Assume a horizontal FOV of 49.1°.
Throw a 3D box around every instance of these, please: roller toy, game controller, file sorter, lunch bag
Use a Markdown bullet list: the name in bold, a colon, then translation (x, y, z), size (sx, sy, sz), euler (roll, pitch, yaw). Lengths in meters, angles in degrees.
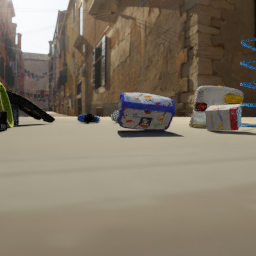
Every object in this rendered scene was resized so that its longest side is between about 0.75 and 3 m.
- **roller toy**: translation (4.979, -1.376, 15.499), size (2.536, 1.943, 2.780), euler (9, 3, 22)
- **game controller**: translation (-4.677, -0.994, 13.439), size (1.471, 0.594, 2.820), euler (10, -16, 22)
- **file sorter**: translation (4.520, -1.338, 8.574), size (1.708, 2.784, 1.932), euler (3, 4, 42)
- **lunch bag**: translation (0.461, -0.493, 8.244), size (1.529, 1.113, 1.798), euler (5, -1, -6)

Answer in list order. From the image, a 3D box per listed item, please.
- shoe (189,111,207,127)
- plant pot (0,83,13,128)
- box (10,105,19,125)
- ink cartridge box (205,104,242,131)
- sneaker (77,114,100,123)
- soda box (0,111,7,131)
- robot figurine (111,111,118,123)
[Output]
- **shoe**: translation (3.311, -0.344, 10.874), size (2.219, 0.592, 0.776), euler (-2, 3, -31)
- **plant pot**: translation (-5.046, -0.640, 9.807), size (1.548, 1.630, 1.630), euler (-13, 5, -12)
- **box**: translation (-5.693, -0.542, 11.824), size (1.236, 0.892, 1.665), euler (2, 3, 29)
- **ink cartridge box**: translation (2.786, -0.302, 8.179), size (0.889, 0.643, 0.646), euler (-2, 16, 32)
- **sneaker**: translation (-2.272, -0.522, 15.087), size (1.404, 0.539, 0.781), euler (8, -3, 24)
- **soda box**: translation (-4.427, -0.190, 7.896), size (1.842, 0.583, 0.652), euler (-2, 3, -29)
- **robot figurine**: translation (-0.397, -0.642, 16.117), size (1.205, 0.680, 1.022), euler (-1, -19, -33)
